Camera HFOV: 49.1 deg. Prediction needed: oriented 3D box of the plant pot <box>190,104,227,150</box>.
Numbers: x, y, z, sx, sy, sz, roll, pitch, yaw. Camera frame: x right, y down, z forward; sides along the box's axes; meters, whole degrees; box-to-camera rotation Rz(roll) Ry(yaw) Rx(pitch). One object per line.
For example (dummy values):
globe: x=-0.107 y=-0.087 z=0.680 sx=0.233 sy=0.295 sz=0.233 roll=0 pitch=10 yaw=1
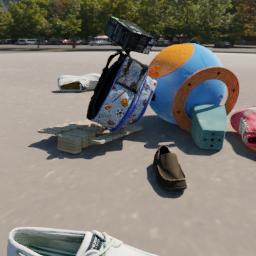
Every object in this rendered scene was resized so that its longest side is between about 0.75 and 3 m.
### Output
plant pot: x=2.462 y=0.023 z=8.428 sx=0.981 sy=0.980 sz=1.388 roll=2 pitch=28 yaw=7

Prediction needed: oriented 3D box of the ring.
ring: x=2.470 y=-0.895 z=8.949 sx=2.328 sy=2.328 sz=0.223 roll=-5 pitch=36 yaw=-15

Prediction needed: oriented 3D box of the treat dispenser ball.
treat dispenser ball: x=2.002 y=-1.548 z=10.029 sx=2.875 sy=2.875 sz=2.875 roll=0 pitch=19 yaw=0

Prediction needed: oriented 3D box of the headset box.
headset box: x=0.030 y=-2.858 z=8.631 sx=1.080 sy=0.575 sz=1.240 roll=-3 pitch=40 yaw=-44

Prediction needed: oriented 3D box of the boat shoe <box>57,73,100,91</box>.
boat shoe: x=-2.592 y=-2.468 z=15.912 sx=2.753 sy=0.976 sz=0.961 roll=-1 pitch=46 yaw=-13

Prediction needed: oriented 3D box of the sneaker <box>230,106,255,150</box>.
sneaker: x=3.741 y=0.054 z=8.193 sx=1.198 sy=1.018 sz=2.762 roll=-13 pitch=20 yaw=-15

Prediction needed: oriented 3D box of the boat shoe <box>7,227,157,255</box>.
boat shoe: x=-0.482 y=1.745 z=3.581 sx=2.354 sy=0.786 sz=0.866 roll=1 pitch=19 yaw=3

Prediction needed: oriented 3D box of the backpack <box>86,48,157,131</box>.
backpack: x=-0.296 y=-0.960 z=8.522 sx=1.733 sy=2.142 sz=2.249 roll=33 pitch=-11 yaw=-10

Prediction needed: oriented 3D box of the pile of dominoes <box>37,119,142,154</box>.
pile of dominoes: x=-1.136 y=0.215 z=9.023 sx=2.237 sy=0.457 sz=2.870 roll=10 pitch=13 yaw=27

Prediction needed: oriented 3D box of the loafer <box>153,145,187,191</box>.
loafer: x=0.896 y=0.868 z=6.433 sx=0.603 sy=0.589 sz=1.652 roll=-3 pitch=19 yaw=-10
